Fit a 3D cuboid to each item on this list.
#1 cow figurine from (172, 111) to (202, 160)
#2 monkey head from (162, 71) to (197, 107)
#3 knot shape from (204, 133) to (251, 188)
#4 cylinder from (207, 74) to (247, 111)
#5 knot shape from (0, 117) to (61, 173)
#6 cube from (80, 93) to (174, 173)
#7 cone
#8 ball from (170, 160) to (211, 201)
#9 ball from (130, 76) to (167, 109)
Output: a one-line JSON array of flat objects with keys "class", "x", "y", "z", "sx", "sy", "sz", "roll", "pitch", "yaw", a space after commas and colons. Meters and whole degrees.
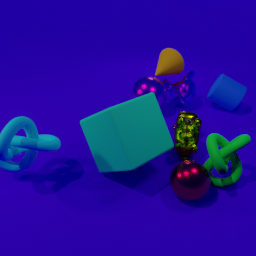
[{"class": "cow figurine", "x": 1.592, "y": 0.183, "z": 7.649, "sx": 0.822, "sy": 1.474, "sz": 1.497, "roll": 7, "pitch": 71, "yaw": 9}, {"class": "monkey head", "x": 1.768, "y": -1.350, "z": 9.530, "sx": 0.923, "sy": 1.102, "sz": 1.531, "roll": -22, "pitch": 41, "yaw": 49}, {"class": "knot shape", "x": 2.250, "y": 0.604, "z": 6.319, "sx": 1.298, "sy": 1.387, "sz": 0.641, "roll": -40, "pitch": 39, "yaw": -21}, {"class": "cylinder", "x": 3.300, "y": -1.183, "z": 9.377, "sx": 0.922, "sy": 0.922, "sz": 0.922, "roll": 31, "pitch": 39, "yaw": 2}, {"class": "knot shape", "x": -2.283, "y": 0.388, "z": 6.355, "sx": 1.496, "sy": 1.598, "sz": 0.739, "roll": -7, "pitch": 62, "yaw": -35}, {"class": "cube", "x": -0.040, "y": 0.141, "z": 6.617, "sx": 1.385, "sy": 1.385, "sz": 1.385, "roll": -24, "pitch": 4, "yaw": -36}, {"class": "cone", "x": 1.218, "y": -2.032, "z": 9.547, "sx": 1.012, "sy": 1.012, "sz": 1.015, "roll": 25, "pitch": 52, "yaw": 32}, {"class": "ball", "x": 1.352, "y": 1.140, "z": 6.125, "sx": 0.878, "sy": 0.878, "sz": 0.878, "roll": 0, "pitch": 34, "yaw": 0}, {"class": "ball", "x": 0.670, "y": -1.086, "z": 9.159, "sx": 1.196, "sy": 1.196, "sz": 1.196, "roll": 0, "pitch": 34, "yaw": 0}]
